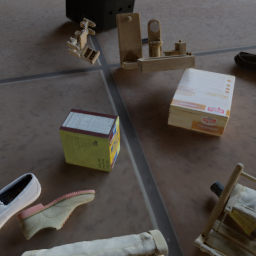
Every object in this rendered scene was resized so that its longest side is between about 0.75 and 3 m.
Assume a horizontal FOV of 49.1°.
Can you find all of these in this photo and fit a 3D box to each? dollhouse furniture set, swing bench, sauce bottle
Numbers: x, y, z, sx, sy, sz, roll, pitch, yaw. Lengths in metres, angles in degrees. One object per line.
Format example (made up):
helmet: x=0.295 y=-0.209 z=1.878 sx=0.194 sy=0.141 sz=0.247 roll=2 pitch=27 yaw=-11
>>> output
dollhouse furniture set: x=-1.628 y=-3.231 z=10.930 sx=0.892 sy=1.371 sz=1.260 roll=27 pitch=70 yaw=2
swing bench: x=-0.467 y=2.971 z=4.664 sx=2.506 sy=1.634 sz=2.519 roll=-8 pitch=44 yaw=-7
swing bench: x=2.716 y=2.054 z=5.718 sx=1.945 sy=1.269 sz=1.956 roll=28 pitch=90 yaw=25
dollhouse furniture set: x=0.927 y=-3.243 z=10.243 sx=2.367 sy=2.028 sz=2.489 roll=-7 pitch=19 yaw=-5
sauce bottle: x=2.581 y=1.892 z=6.619 sx=0.494 sy=0.494 sz=1.528 roll=-21 pitch=47 yaw=-21

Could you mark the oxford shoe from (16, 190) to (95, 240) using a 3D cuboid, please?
oxford shoe: x=-1.584 y=1.986 z=6.563 sx=1.839 sy=0.651 sz=0.679 roll=-18 pitch=73 yaw=-20

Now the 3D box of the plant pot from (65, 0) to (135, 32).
plant pot: x=-1.192 y=-6.529 z=14.007 sx=2.892 sy=2.885 sz=2.566 roll=-34 pitch=66 yaw=-30

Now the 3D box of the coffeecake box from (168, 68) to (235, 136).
coffeecake box: x=2.481 y=-0.954 z=9.343 sx=1.764 sy=0.839 sz=2.297 roll=14 pitch=45 yaw=14

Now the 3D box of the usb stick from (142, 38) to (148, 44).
usb stick: x=0.591 y=-4.038 z=13.086 sx=1.090 sy=0.178 sz=0.302 roll=-13 pitch=52 yaw=-13

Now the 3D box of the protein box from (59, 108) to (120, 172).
protein box: x=-0.987 y=0.330 z=7.639 sx=1.338 sy=1.329 sz=0.903 roll=10 pitch=44 yaw=10

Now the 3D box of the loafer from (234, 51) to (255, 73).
loafer: x=5.511 y=-2.685 z=11.148 sx=2.435 sy=0.869 sz=0.889 roll=21 pitch=47 yaw=21

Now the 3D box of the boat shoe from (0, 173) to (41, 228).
boat shoe: x=-2.993 y=1.829 z=6.504 sx=2.112 sy=0.724 sz=0.761 roll=-32 pitch=52 yaw=-29
